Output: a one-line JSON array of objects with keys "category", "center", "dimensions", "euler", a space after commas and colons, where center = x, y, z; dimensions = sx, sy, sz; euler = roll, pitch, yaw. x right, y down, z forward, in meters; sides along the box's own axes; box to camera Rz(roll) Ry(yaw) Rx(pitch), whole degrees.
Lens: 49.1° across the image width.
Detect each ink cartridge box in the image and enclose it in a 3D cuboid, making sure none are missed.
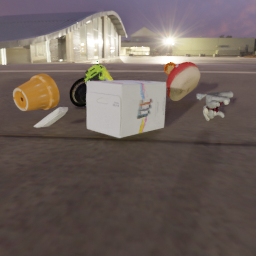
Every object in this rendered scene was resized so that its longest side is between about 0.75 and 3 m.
[{"category": "ink cartridge box", "center": [-0.036, -0.537, 6.699], "dimensions": [1.178, 1.173, 1.621], "euler": [13, 16, 41]}]

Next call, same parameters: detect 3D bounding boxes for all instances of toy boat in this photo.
[{"category": "toy boat", "center": [1.830, -1.907, 10.359], "dimensions": [1.301, 1.303, 1.994], "euler": [-38, -10, 1]}]

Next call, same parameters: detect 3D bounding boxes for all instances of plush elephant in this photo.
[{"category": "plush elephant", "center": [2.477, -0.593, 8.072], "dimensions": [1.014, 0.785, 0.835], "euler": [2, 22, 21]}]

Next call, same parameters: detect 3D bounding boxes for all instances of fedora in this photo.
[{"category": "fedora", "center": [-1.401, -1.189, 9.693], "dimensions": [1.188, 1.188, 0.543], "euler": [-12, 28, -37]}]

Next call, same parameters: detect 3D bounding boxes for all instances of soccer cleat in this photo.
[{"category": "soccer cleat", "center": [-0.628, -1.151, 8.819], "dimensions": [0.825, 1.067, 2.552], "euler": [-40, 47, 3]}]

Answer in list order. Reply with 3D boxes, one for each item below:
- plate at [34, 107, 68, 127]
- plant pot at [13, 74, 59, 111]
[{"category": "plate", "center": [-1.796, -0.236, 6.701], "dimensions": [0.753, 0.122, 0.754], "euler": [-37, 1, 5]}, {"category": "plant pot", "center": [-2.592, -0.909, 7.750], "dimensions": [1.011, 1.011, 0.926], "euler": [11, 28, 34]}]
